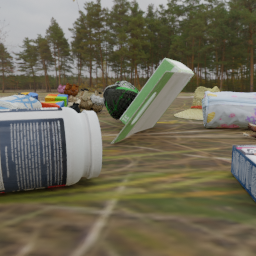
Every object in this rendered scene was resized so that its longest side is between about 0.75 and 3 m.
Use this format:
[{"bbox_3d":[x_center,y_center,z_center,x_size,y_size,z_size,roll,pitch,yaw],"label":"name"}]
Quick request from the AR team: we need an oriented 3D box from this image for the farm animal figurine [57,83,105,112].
[{"bbox_3d":[-2.121,-1.163,12.419,2.203,1.161,2.227,11,-1,-11],"label":"farm animal figurine"}]

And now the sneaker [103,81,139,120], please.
[{"bbox_3d":[-0.211,-0.911,8.448,1.086,0.995,2.550,45,11,12],"label":"sneaker"}]

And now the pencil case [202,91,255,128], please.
[{"bbox_3d":[3.335,-0.492,7.686,2.560,1.064,1.161,1,-6,14],"label":"pencil case"}]

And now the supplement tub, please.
[{"bbox_3d":[-1.060,0.236,3.302,1.357,0.953,0.953,-3,9,-18],"label":"supplement tub"}]

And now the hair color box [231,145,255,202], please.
[{"bbox_3d":[1.694,0.532,3.182,0.696,0.421,1.391,1,9,6],"label":"hair color box"}]

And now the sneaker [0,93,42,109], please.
[{"bbox_3d":[-3.429,-0.374,7.691,1.033,1.042,2.875,-30,-7,23],"label":"sneaker"}]

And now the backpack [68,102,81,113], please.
[{"bbox_3d":[-1.581,-0.209,7.069,0.954,0.796,0.604,0,14,46],"label":"backpack"}]

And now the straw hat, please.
[{"bbox_3d":[3.120,-1.044,11.025,2.792,1.182,2.792,1,8,0],"label":"straw hat"}]

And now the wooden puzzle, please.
[{"bbox_3d":[-3.197,-0.800,9.996,2.798,0.648,2.592,-2,18,-4],"label":"wooden puzzle"}]

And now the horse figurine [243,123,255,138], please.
[{"bbox_3d":[3.389,0.040,6.448,1.622,0.405,1.075,-7,11,-40],"label":"horse figurine"}]

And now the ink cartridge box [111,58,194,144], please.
[{"bbox_3d":[0.523,-0.716,6.698,0.643,1.952,2.682,43,23,15],"label":"ink cartridge box"}]
